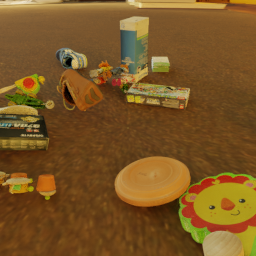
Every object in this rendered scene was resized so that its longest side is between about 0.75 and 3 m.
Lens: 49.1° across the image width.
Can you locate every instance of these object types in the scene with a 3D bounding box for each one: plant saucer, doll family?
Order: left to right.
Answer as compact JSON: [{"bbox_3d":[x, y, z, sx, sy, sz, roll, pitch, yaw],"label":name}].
[{"bbox_3d":[-0.655,-2.273,11.439,2.135,0.962,1.325,5,21,33],"label":"doll family"},{"bbox_3d":[0.520,1.088,6.221,1.676,0.271,1.676,-11,22,4],"label":"plant saucer"}]

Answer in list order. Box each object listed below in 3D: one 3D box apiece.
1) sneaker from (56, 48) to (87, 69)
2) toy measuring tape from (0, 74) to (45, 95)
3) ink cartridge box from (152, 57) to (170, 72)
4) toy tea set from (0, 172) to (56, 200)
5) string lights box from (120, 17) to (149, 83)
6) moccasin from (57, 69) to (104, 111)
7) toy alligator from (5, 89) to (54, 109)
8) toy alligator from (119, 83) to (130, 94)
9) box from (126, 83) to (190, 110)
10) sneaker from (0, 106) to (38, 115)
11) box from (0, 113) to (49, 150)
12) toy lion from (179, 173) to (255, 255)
[{"bbox_3d":[-3.051,-3.493,14.102,2.189,0.809,0.900,23,39,36],"label":"sneaker"},{"bbox_3d":[-4.129,-1.463,10.829,1.979,0.728,0.728,-26,36,-11],"label":"toy measuring tape"},{"bbox_3d":[1.582,-3.046,13.641,0.786,0.449,1.514,1,30,1],"label":"ink cartridge box"},{"bbox_3d":[-2.470,1.351,5.977,1.803,0.667,1.072,2,0,9],"label":"toy tea set"},{"bbox_3d":[0.298,-3.359,12.075,0.747,2.535,1.303,15,33,24],"label":"string lights box"},{"bbox_3d":[-1.815,-1.232,9.493,1.136,1.077,2.944,-41,38,-8],"label":"moccasin"},{"bbox_3d":[-3.375,-0.835,9.729,2.024,0.486,0.671,15,65,19],"label":"toy alligator"},{"bbox_3d":[-0.150,-1.551,11.155,0.406,0.294,1.224,26,25,-12],"label":"toy alligator"},{"bbox_3d":[1.136,-1.218,10.498,2.193,0.381,1.207,8,31,13],"label":"box"},{"bbox_3d":[-3.833,-0.387,8.785,1.906,0.728,0.767,-9,22,-19],"label":"sneaker"},{"bbox_3d":[-3.221,0.082,7.787,1.818,0.418,1.445,3,27,-24],"label":"box"},{"bbox_3d":[2.146,1.550,4.904,2.452,0.842,2.350,-12,23,13],"label":"toy lion"}]
